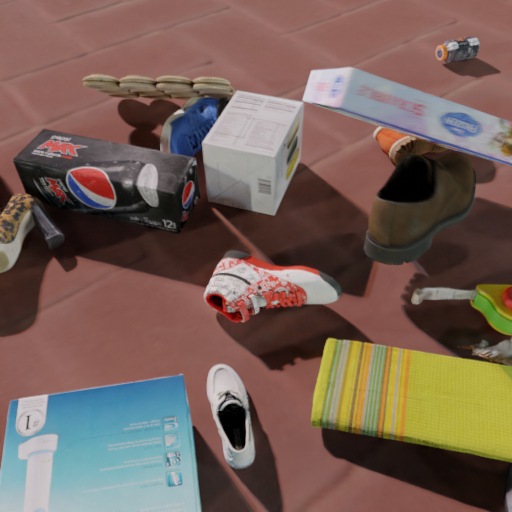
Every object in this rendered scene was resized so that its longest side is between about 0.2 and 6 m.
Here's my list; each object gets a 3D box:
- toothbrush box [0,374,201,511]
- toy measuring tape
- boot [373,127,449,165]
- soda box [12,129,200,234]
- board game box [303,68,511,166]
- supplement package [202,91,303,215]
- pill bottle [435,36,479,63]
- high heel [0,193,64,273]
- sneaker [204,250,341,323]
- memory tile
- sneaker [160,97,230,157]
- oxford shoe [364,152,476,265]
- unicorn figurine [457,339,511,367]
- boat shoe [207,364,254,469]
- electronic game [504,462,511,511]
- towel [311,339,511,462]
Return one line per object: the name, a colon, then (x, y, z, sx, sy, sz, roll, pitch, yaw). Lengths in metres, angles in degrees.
toothbrush box: (-1.612, 2.910, 6.055, 2.058, 1.199, 2.811, -8, 47, -8)
toy measuring tape: (3.438, 0.817, 8.382, 2.089, 0.768, 0.768, 1, 47, 0)
boot: (3.389, -2.584, 11.629, 1.900, 0.713, 1.019, -19, 44, -16)
soda box: (-2.694, -1.390, 10.258, 3.155, 0.999, 1.117, 12, 48, 12)
board game box: (2.430, -2.322, 9.165, 2.937, 0.604, 2.930, 16, 15, -9)
supplement package: (-0.012, -1.954, 10.506, 1.357, 1.367, 1.801, 13, 49, 13)
pill bottle: (5.072, -5.209, 14.175, 1.011, 0.537, 0.537, -15, 48, -13)
high heel: (-4.500, -0.418, 9.502, 2.025, 0.723, 1.444, -21, 52, -35)
sneaker: (0.203, 0.637, 8.588, 2.021, 0.675, 1.083, 16, 50, 19)
memory tile: (-1.943, -3.568, 11.919, 2.997, 0.252, 2.297, 3, 9, 4)
sneaker: (-1.028, -2.568, 11.454, 1.254, 0.865, 2.254, 5, 40, 17)
oxford shoe: (2.901, -1.149, 9.272, 1.149, 1.335, 3.162, 18, 40, 31)
unicorn figurine: (3.676, 1.422, 7.955, 0.863, 0.464, 1.256, -33, 60, -14)
boat shoe: (-0.352, 2.014, 7.396, 0.537, 0.491, 1.493, -7, 47, -6)
electronic game: (4.255, 3.057, 6.354, 2.681, 0.558, 2.681, -3, 39, 2)
towel: (2.403, 1.928, 7.379, 3.237, 0.292, 1.393, 7, 46, 14)
